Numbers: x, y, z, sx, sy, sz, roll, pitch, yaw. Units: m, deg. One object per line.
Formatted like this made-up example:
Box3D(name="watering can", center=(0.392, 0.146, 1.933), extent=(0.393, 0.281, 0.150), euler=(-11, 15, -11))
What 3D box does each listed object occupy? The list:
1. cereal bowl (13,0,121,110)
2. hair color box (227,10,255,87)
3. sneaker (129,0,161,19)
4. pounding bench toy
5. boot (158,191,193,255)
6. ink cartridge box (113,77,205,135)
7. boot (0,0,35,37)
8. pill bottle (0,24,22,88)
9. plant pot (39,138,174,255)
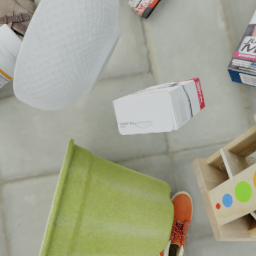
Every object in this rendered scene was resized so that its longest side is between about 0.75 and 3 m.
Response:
Box3D(name="cereal bowl", center=(-0.926, -1.502, 5.327), extent=(1.157, 2.778, 2.778), euler=(27, 85, -8))
Box3D(name="hair color box", center=(4.014, -2.518, 7.660), extent=(1.413, 0.855, 2.826), euler=(24, 84, 35))
Box3D(name="sneaker", center=(0.663, -4.048, 8.275), extent=(0.801, 0.499, 1.494), euler=(37, 89, 1))
Box3D(name="pounding bench toy", center=(2.980, 0.995, 5.220), extent=(2.571, 2.006, 1.597), euler=(12, 49, -28))
Box3D(name="boot", center=(1.332, 2.665, 7.416), extent=(0.728, 1.041, 1.942), euler=(16, 83, 3))
Box3D(name="ink cartridge box", center=(0.593, -0.410, 4.940), extent=(1.076, 1.481, 0.618), euler=(-6, 103, 33))
Box3D(name="boot", center=(-3.607, -3.428, 8.157), extent=(1.869, 0.656, 1.366), euler=(12, 86, 1))
Box3D(name="pill bottle", center=(-3.921, -1.659, 7.623), extent=(2.437, 1.354, 1.354), euler=(-40, 86, -3))
Box3D(name="plant pot", center=(-0.466, 1.962, 6.799), extent=(2.683, 2.918, 2.918), euler=(14, 85, -10))
